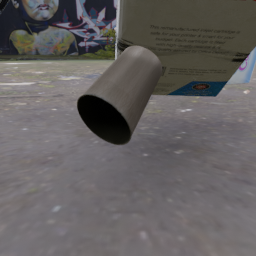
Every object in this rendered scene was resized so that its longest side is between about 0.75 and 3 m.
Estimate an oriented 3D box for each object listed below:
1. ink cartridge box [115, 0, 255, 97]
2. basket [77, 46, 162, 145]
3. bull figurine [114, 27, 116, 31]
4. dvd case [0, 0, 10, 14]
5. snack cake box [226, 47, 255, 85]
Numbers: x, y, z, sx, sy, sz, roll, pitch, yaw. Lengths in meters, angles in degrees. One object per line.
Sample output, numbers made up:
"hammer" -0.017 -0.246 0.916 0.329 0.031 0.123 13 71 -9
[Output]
"ink cartridge box" 0.850 -1.654 4.373 2.067 1.194 2.832 2 -22 -4
"basket" -0.037 -0.376 2.822 0.579 0.767 0.851 22 62 17
"bull figurine" -0.109 -3.773 10.902 1.181 0.385 0.717 -3 51 -33
"dvd case" -3.307 -2.565 5.347 1.803 2.400 0.297 45 19 -2
"snack cake box" 2.447 -2.565 6.641 0.906 2.697 1.551 -6 34 -14
